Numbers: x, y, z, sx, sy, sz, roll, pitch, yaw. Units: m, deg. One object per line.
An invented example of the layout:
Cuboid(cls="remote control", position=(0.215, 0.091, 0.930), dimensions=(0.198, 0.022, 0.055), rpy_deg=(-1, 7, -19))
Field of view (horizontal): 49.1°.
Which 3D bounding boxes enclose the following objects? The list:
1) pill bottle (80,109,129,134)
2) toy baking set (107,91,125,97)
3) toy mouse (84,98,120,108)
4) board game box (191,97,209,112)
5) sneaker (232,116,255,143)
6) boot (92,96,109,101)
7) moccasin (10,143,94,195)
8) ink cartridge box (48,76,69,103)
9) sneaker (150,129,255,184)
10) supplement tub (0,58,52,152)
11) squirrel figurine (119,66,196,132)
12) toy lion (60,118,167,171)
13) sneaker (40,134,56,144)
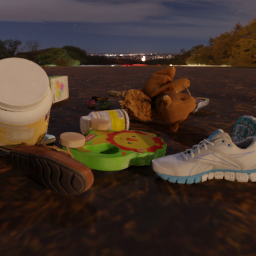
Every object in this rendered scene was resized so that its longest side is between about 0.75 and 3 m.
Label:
Cuboid(cls="pill bottle", position=(-0.768, -0.155, 9.077), dimensions=(1.474, 0.805, 0.805), rpy_deg=(-7, 17, -23))
Cuboid(cls="toy baking set", position=(-0.050, -2.174, 17.323), dimensions=(1.894, 0.287, 2.468), rpy_deg=(-11, 19, -34))
Cuboid(cls="toy mouse", position=(-1.456, -1.197, 13.678), dimensions=(1.809, 0.350, 1.608), rpy_deg=(3, 15, 12))
Cuboid(cls="board game box", position=(2.550, -1.064, 12.847), dimensions=(1.747, 0.539, 1.745), rpy_deg=(11, 20, 35))
Cuboid(cls="sneaker", position=(3.775, 0.440, 7.088), dimensions=(1.233, 1.048, 2.702), rpy_deg=(11, 15, -21))
Cuboid(cls="boot", position=(-1.537, -1.623, 15.505), dimensions=(0.794, 0.275, 0.691), rpy_deg=(9, 12, 16))
Cuboid(cls="moccasin", position=(-1.526, 0.764, 5.858), dimensions=(2.389, 0.874, 0.922), rpy_deg=(2, 21, 45))
Cuboid(cls="ink cartridge box", position=(-4.094, -2.062, 15.048), dimensions=(0.733, 1.282, 2.470), rpy_deg=(3, 16, 16))
Cuboid(cls="sneaker", position=(1.685, 0.555, 6.053), dimensions=(2.477, 1.073, 0.928), rpy_deg=(-3, 17, -7))
Cuboid(cls="supplement tub", position=(-2.781, -0.500, 7.054), dimensions=(1.602, 1.602, 2.204), rpy_deg=(-8, -27, -26))
Cuboid(cls="squirrel figurine", position=(1.136, -0.813, 10.338), dimensions=(2.811, 1.989, 2.624), rpy_deg=(-15, 26, 0))
Cuboid(cls="toy lion", position=(-0.219, 0.489, 7.117), dimensions=(2.285, 0.818, 2.383), rpy_deg=(13, 19, 17))
Cuboid(cls="sneaker", position=(-2.809, 0.192, 8.317), dimensions=(1.307, 0.535, 0.483), rpy_deg=(1, 17, 5))
